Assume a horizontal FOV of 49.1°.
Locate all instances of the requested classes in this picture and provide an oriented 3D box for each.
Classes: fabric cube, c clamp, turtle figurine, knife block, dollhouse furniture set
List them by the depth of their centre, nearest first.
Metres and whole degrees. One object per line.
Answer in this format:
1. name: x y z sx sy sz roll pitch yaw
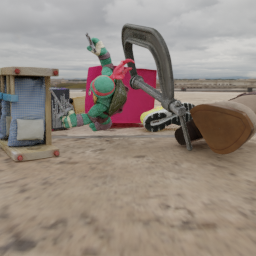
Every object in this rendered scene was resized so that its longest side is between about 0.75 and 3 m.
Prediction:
1. dollhouse furniture set: -2.575 -0.277 4.970 2.290 1.614 1.605 -5 11 -35
2. c clamp: 0.433 -1.011 5.809 0.352 2.222 2.600 -22 35 -11
3. turtle figurine: -0.624 -0.710 5.828 1.261 1.875 2.505 27 -9 5
4. fabric cube: -0.285 -1.059 8.933 1.729 1.696 1.724 2 8 -25
5. knife block: -2.016 -0.849 10.775 2.101 0.672 1.844 -11 8 -14

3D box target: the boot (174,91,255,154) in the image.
1. boot: 2.100 -0.283 5.327 1.933 0.929 2.644 -23 1 -16

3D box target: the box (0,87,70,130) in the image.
1. box: -2.887 -0.524 7.854 2.223 1.179 1.359 -7 12 -36

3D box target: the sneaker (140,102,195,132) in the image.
1. sneaker: 1.165 -0.402 8.103 1.808 0.707 0.816 -9 17 -19
